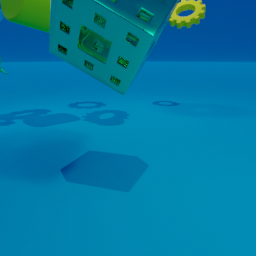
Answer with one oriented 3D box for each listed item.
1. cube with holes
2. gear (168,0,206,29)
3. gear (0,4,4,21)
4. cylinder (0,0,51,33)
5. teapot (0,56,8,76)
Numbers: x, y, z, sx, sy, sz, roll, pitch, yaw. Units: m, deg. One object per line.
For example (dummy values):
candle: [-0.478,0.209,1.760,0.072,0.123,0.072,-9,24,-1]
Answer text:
cube with holes: [-0.153,-1.409,3.553,1.174,1.174,1.174,30,61,-2]
gear: [2.068,-4.094,9.992,1.336,0.247,1.336,-9,55,14]
gear: [-3.383,-3.729,7.495,2.051,0.379,2.051,-37,-3,-2]
cylinder: [-2.188,-3.177,6.963,1.394,1.394,1.394,13,8,41]
teapot: [-3.671,-1.793,7.415,0.576,0.731,1.176,25,-15,31]
